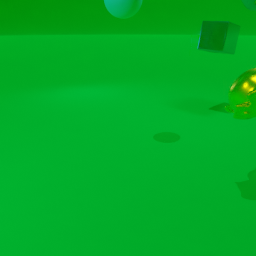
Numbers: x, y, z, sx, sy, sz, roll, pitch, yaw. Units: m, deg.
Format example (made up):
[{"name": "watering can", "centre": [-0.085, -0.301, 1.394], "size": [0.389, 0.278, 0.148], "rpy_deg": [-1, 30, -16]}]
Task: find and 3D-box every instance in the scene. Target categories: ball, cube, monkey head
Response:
[{"name": "ball", "centre": [-0.095, -2.571, 5.531], "size": [0.764, 0.764, 0.764], "rpy_deg": [0, 20, 0]}, {"name": "cube", "centre": [2.912, -2.892, 8.986], "size": [0.901, 0.901, 0.901], "rpy_deg": [21, 20, 40]}, {"name": "monkey head", "centre": [1.876, -0.426, 3.995], "size": [0.821, 1.141, 0.688], "rpy_deg": [28, 44, -5]}]

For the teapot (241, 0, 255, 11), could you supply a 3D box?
[{"name": "teapot", "centre": [1.638, -1.880, 3.343], "size": [0.626, 0.795, 1.279], "rpy_deg": [50, 10, 14]}]
